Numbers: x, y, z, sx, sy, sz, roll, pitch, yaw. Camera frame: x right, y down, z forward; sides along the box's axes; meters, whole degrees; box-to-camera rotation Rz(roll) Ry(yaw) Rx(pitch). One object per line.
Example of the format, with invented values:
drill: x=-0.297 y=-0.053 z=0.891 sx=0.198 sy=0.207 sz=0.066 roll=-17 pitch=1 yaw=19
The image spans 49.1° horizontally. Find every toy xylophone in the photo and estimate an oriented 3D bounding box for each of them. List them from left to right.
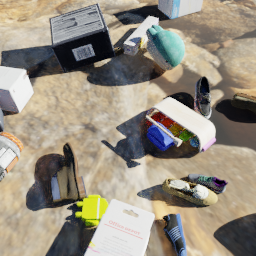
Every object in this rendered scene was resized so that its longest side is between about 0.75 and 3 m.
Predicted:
toy xylophone: x=1.697 y=-0.136 z=9.808 sx=1.942 sy=0.667 sz=2.653 roll=-24 pitch=52 yaw=-31

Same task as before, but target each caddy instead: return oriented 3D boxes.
caddy: x=1.139 y=0.252 z=9.526 sx=0.551 sy=0.743 sz=1.051 roll=-39 pitch=69 yaw=-23

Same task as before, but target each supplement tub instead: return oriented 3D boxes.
supplement tub: x=-4.132 y=1.042 z=8.641 sx=1.091 sy=1.091 sz=1.781 roll=18 pitch=51 yaw=15

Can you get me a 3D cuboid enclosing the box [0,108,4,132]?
box: x=-5.098 y=-0.239 z=10.028 sx=1.123 sy=0.586 sz=0.831 roll=-11 pitch=55 yaw=-12

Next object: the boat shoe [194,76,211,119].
boat shoe: x=2.927 y=-1.210 z=10.718 sx=0.623 sy=0.591 sz=1.783 roll=8 pitch=62 yaw=-3

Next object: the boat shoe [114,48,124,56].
boat shoe: x=-0.790 y=-3.579 z=13.066 sx=1.173 sy=0.422 sz=0.399 roll=-14 pitch=52 yaw=-12

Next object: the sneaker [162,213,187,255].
sneaker: x=1.236 y=2.922 z=7.477 sx=0.514 sy=0.463 sz=1.320 roll=-6 pitch=44 yaw=2

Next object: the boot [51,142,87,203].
boot: x=-1.985 y=1.329 z=8.621 sx=0.984 sy=0.758 sz=2.030 roll=-15 pitch=53 yaw=-15

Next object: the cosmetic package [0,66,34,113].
cosmetic package: x=-4.697 y=-1.504 z=10.742 sx=1.479 sy=1.221 sz=1.219 roll=11 pitch=51 yaw=10

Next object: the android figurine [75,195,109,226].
android figurine: x=-0.980 y=2.355 z=8.090 sx=1.027 sy=0.211 sz=0.935 roll=-2 pitch=49 yaw=-1

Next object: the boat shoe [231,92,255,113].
boat shoe: x=4.871 y=-0.963 z=10.685 sx=1.696 sy=0.610 sz=0.576 roll=25 pitch=54 yaw=19

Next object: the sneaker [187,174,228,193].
sneaker: x=2.430 y=1.567 z=8.563 sx=1.184 sy=0.518 sz=0.441 roll=15 pitch=51 yaw=12

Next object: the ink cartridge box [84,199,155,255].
ink cartridge box: x=-0.282 y=3.116 z=7.050 sx=1.318 sy=0.777 sz=2.289 roll=17 pitch=51 yaw=14

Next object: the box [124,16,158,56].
box: x=0.676 y=-4.588 z=13.839 sx=0.601 sy=0.561 sz=2.899 roll=20 pitch=52 yaw=17

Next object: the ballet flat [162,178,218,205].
ballet flat: x=1.841 y=1.865 z=8.300 sx=1.674 sy=0.528 sz=0.574 roll=11 pitch=52 yaw=9

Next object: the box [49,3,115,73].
box: x=-2.069 y=-4.068 z=12.556 sx=2.461 sy=1.517 sz=2.441 roll=-17 pitch=51 yaw=0

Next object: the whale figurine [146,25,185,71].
whale figurine: x=1.659 y=-3.725 z=12.188 sx=1.357 sy=2.081 sz=2.616 roll=-33 pitch=38 yaw=28

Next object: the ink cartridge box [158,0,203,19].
ink cartridge box: x=3.072 y=-7.302 z=15.583 sx=2.330 sy=1.459 sz=1.498 roll=-20 pitch=52 yaw=-17
